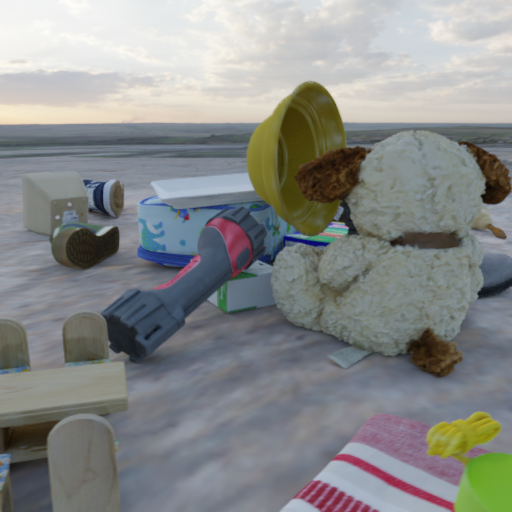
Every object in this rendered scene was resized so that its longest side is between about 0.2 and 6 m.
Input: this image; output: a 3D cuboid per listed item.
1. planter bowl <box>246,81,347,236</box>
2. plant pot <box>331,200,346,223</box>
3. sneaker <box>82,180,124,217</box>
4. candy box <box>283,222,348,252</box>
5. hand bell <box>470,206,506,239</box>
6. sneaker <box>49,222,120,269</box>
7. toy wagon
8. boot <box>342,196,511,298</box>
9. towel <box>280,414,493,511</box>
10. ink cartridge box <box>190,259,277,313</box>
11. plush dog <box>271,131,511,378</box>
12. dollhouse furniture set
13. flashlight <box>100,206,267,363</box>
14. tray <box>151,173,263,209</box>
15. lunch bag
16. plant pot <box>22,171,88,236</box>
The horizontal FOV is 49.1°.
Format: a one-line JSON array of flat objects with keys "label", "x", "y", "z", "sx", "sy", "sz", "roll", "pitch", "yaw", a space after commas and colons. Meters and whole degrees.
[{"label": "planter bowl", "x": 0.456, "y": -1.315, "z": 7.755, "sx": 0.852, "sy": 2.047, "sz": 2.047, "roll": 6, "pitch": 15, "yaw": 34}, {"label": "plant pot", "x": 1.985, "y": -1.360, "z": 13.219, "sx": 1.398, "sy": 1.398, "sz": 1.496, "roll": 6, "pitch": 30, "yaw": 21}, {"label": "sneaker", "x": -4.111, "y": -1.493, "z": 14.111, "sx": 1.414, "sy": 0.913, "sz": 2.606, "roll": 3, "pitch": 7, "yaw": -10}, {"label": "candy box", "x": 1.422, "y": -0.136, "z": 9.466, "sx": 1.295, "sy": 0.590, "sz": 1.532, "roll": 10, "pitch": 16, "yaw": 39}, {"label": "hand bell", "x": 4.971, "y": -0.607, "z": 11.894, "sx": 0.574, "sy": 0.574, "sz": 1.102, "roll": -2, "pitch": 27, "yaw": -9}, {"label": "sneaker", "x": -3.139, "y": -0.194, "z": 9.540, "sx": 0.931, "sy": 0.695, "sz": 2.073, "roll": 3, "pitch": 8, "yaw": 9}, {"label": "toy wagon", "x": 1.766, "y": 1.557, "z": 2.170, "sx": 2.054, "sy": 0.524, "sz": 2.648, "roll": -3, "pitch": 21, "yaw": -33}, {"label": "boot", "x": 2.479, "y": -0.347, "z": 7.838, "sx": 2.719, "sy": 1.790, "sz": 0.949, "roll": -3, "pitch": 14, "yaw": -13}, {"label": "towel", "x": 0.919, "y": 1.659, "z": 3.031, "sx": 1.756, "sy": 0.277, "sz": 2.438, "roll": 9, "pitch": 17, "yaw": 35}, {"label": "ink cartridge box", "x": -0.304, "y": 0.342, "z": 7.767, "sx": 0.862, "sy": 0.488, "sz": 1.176, "roll": -8, "pitch": 16, "yaw": -30}, {"label": "plush dog", "x": 1.599, "y": -0.174, "z": 6.069, "sx": 2.695, "sy": 2.314, "sz": 2.162, "roll": -2, "pitch": 14, "yaw": -8}, {"label": "dollhouse furniture set", "x": -2.021, "y": 0.835, "z": 3.861, "sx": 2.175, "sy": 1.445, "sz": 1.906, "roll": -4, "pitch": 15, "yaw": -15}, {"label": "flashlight", "x": -0.805, "y": 0.242, "z": 6.523, "sx": 2.409, "sy": 0.819, "sz": 0.816, "roll": -40, "pitch": 0, "yaw": -43}, {"label": "tray", "x": -0.441, "y": -1.031, "z": 8.753, "sx": 2.264, "sy": 0.251, "sz": 1.216, "roll": -7, "pitch": 22, "yaw": -15}, {"label": "lunch bag", "x": -0.595, "y": -0.633, "z": 10.058, "sx": 2.457, "sy": 1.260, "sz": 3.056, "roll": 6, "pitch": 15, "yaw": 16}, {"label": "plant pot", "x": -4.244, "y": -1.056, "z": 12.116, "sx": 1.225, "sy": 1.227, "sz": 1.086, "roll": -11, "pitch": 30, "yaw": -39}]
